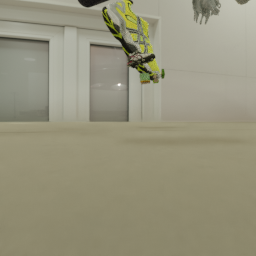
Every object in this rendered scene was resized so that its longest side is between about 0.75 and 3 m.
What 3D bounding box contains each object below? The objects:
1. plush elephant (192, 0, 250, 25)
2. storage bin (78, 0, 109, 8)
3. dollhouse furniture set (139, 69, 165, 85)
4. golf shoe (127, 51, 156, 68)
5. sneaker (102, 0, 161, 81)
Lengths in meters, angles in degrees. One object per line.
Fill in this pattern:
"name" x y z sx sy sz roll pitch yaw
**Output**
"plush elephant" 1.595 -2.755 4.074 1.742 2.250 1.853 -12 -3 -8
"storage bin" -0.217 -2.370 3.981 1.271 0.859 0.596 -36 22 -32
"dollhouse furniture set" 0.755 -1.644 8.878 0.802 0.401 0.309 -7 -21 1
"golf shoe" 0.274 -1.610 6.336 0.784 0.345 0.302 -6 -9 42
"sneaker" 0.352 -2.981 9.420 1.142 2.989 1.127 -34 7 -7
